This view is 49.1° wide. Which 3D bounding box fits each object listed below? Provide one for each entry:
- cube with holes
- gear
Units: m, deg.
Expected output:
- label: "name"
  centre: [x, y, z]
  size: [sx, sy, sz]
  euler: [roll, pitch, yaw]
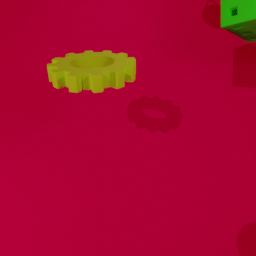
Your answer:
- label: "cube with holes"
  centre: [2.649, -2.524, 5.130]
  size: [1.368, 1.368, 1.368]
  euler: [0, 91, 43]
- label: "gear"
  centre: [-0.597, -0.997, 4.752]
  size: [1.449, 0.268, 1.449]
  euler: [-1, 30, 1]
